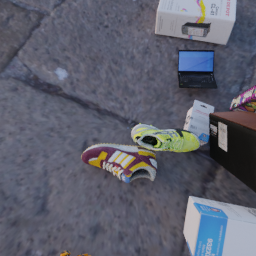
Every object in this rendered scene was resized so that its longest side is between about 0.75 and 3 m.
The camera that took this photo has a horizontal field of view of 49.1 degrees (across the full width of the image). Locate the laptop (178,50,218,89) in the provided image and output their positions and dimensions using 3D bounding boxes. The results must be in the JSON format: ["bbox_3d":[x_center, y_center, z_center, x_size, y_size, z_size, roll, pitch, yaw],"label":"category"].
[{"bbox_3d":[2.156,-1.844,8.721,1.158,0.675,1.307,2,40,5],"label":"laptop"}]

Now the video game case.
[{"bbox_3d":[4.181,-0.345,7.000,2.584,2.342,0.463,23,84,3],"label":"video game case"}]

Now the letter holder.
[{"bbox_3d":[3.221,0.358,6.549,1.810,2.547,1.281,-5,101,-3],"label":"letter holder"}]

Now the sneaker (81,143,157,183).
[{"bbox_3d":[-0.245,0.963,7.355,2.018,0.756,0.909,0,54,1],"label":"sneaker"}]

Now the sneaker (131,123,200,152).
[{"bbox_3d":[0.990,0.386,7.305,1.837,0.693,0.702,6,25,-2],"label":"sneaker"}]

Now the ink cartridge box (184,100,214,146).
[{"bbox_3d":[2.021,-0.151,8.041,0.663,0.382,1.144,20,68,-5],"label":"ink cartridge box"}]

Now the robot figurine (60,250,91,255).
[{"bbox_3d":[-0.880,3.505,5.491,0.652,1.624,2.240,-30,64,14],"label":"robot figurine"}]

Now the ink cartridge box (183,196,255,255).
[{"bbox_3d":[2.526,2.309,6.077,2.355,1.708,0.986,10,87,5],"label":"ink cartridge box"}]

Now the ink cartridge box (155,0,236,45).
[{"bbox_3d":[2.321,-4.032,9.604,2.489,1.066,1.837,10,62,8],"label":"ink cartridge box"}]
